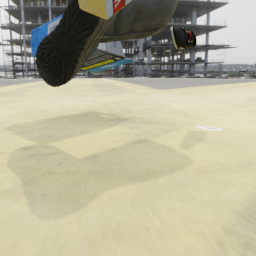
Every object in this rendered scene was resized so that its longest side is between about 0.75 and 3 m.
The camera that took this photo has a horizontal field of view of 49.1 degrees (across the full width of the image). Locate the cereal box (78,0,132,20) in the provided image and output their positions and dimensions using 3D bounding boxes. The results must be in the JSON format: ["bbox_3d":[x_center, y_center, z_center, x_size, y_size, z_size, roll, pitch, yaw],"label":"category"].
[{"bbox_3d":[0.225,-2.235,2.664,0.412,1.499,2.084,31,61,23],"label":"cereal box"}]

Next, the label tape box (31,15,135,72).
[{"bbox_3d":[-1.434,-2.721,9.407,2.067,0.954,2.885,-5,-3,41],"label":"label tape box"}]

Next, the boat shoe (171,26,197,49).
[{"bbox_3d":[1.540,-2.504,7.696,0.523,0.611,1.669,-8,6,24],"label":"boat shoe"}]

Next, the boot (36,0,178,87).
[{"bbox_3d":[-0.425,-2.214,6.573,2.724,1.087,2.996,-32,6,40],"label":"boot"}]
